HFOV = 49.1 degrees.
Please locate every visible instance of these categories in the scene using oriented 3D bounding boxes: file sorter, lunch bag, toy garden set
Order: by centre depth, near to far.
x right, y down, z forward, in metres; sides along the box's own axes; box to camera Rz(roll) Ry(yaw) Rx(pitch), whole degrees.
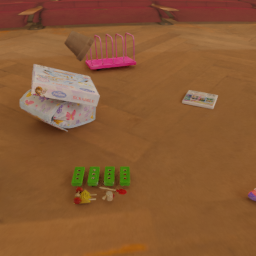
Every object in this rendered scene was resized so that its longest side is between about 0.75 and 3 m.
[{"bbox_3d":[-0.770,1.658,8.016,1.658,0.331,1.382,0,30,-1],"label":"toy garden set"},{"bbox_3d":[-2.710,-0.800,10.842,1.969,1.476,2.322,22,26,31],"label":"lunch bag"},{"bbox_3d":[-1.095,-4.586,16.449,2.702,1.694,1.878,-9,26,-14],"label":"file sorter"}]

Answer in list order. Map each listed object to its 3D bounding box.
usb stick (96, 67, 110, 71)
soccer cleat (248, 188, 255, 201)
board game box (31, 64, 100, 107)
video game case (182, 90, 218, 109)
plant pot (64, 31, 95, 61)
[{"bbox_3d":[-1.415,-3.530,16.405,0.963,0.157,0.267,-24,32,-34],"label":"usb stick"},{"bbox_3d":[3.943,1.934,7.475,1.352,0.451,0.517,5,45,9],"label":"soccer cleat"},{"bbox_3d":[-2.293,-1.559,10.030,2.198,0.452,2.192,9,24,-21],"label":"board game box"},{"bbox_3d":[3.326,-1.326,12.901,1.394,0.165,1.269,14,35,19],"label":"video game case"},{"bbox_3d":[-1.932,-3.256,10.846,0.906,1.038,1.038,32,25,-20],"label":"plant pot"}]
